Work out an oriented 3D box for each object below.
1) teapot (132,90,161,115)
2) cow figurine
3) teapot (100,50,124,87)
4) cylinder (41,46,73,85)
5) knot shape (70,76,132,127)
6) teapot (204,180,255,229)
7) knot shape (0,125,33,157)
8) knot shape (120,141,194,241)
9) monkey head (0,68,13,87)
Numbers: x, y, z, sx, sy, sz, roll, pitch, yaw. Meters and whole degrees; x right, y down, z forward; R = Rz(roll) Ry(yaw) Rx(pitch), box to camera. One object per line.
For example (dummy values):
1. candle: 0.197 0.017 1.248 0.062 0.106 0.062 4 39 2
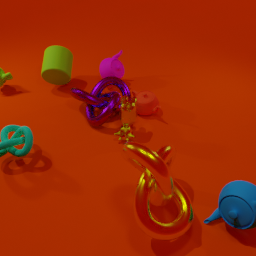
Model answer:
1. teapot: 0.589 -0.830 8.946 0.858 0.675 1.379 -34 50 -21
2. cow figurine: -0.029 -0.230 7.872 0.606 1.103 1.085 8 49 5
3. teapot: -0.522 -2.166 10.259 0.757 0.961 1.545 -11 59 43
4. cylinder: -2.534 -2.239 10.079 1.025 1.025 1.025 0 66 0
5. knot shape: -0.712 -0.952 8.960 1.861 0.919 1.989 -26 45 -29
6. teapot: 2.189 1.588 5.567 0.764 1.560 0.970 -18 74 -45
7. knot shape: -2.841 0.338 7.133 1.130 0.558 1.208 -1 38 30
8. knot shape: 0.637 1.065 5.827 0.954 2.064 1.932 -21 6 18
9. monkey head: -4.546 -1.899 9.979 0.811 1.127 0.679 -17 53 -7
